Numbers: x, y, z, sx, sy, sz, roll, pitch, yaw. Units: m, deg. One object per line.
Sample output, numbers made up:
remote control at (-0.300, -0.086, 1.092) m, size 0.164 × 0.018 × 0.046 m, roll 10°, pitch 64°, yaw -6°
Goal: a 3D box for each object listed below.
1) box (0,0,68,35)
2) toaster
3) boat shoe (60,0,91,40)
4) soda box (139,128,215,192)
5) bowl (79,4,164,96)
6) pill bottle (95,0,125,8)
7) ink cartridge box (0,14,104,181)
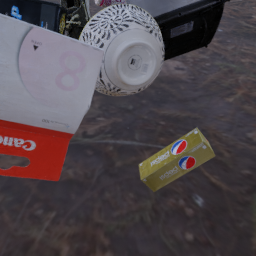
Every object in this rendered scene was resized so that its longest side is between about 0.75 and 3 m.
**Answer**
box at (-2.633, -1.906, 6.898) m, size 1.935 × 2.434 × 0.560 m, roll 12°, pitch 14°, yaw 2°
toaster at (1.328, -3.289, 8.219) m, size 2.947 × 2.665 × 1.749 m, roll -19°, pitch 79°, yaw 4°
boat shoe at (-1.683, -3.424, 8.836) m, size 1.028 × 2.908 × 0.926 m, roll -11°, pitch -1°, yaw 21°
soda box at (0.727, 0.507, 4.347) m, size 1.139 × 0.365 × 0.386 m, roll -36°, pitch 28°, yaw 18°
bowl at (0.017, -1.562, 6.325) m, size 2.185 × 2.185 × 1.025 m, roll -13°, pitch 32°, yaw -15°
pill bottle at (-0.166, -4.668, 9.927) m, size 1.828 × 1.036 × 1.036 m, roll 6°, pitch 38°, yaw -20°
ink cartridge box at (-1.953, -0.364, 5.071) m, size 2.362 × 2.906 × 0.829 m, roll 12°, pitch 6°, yaw -26°
